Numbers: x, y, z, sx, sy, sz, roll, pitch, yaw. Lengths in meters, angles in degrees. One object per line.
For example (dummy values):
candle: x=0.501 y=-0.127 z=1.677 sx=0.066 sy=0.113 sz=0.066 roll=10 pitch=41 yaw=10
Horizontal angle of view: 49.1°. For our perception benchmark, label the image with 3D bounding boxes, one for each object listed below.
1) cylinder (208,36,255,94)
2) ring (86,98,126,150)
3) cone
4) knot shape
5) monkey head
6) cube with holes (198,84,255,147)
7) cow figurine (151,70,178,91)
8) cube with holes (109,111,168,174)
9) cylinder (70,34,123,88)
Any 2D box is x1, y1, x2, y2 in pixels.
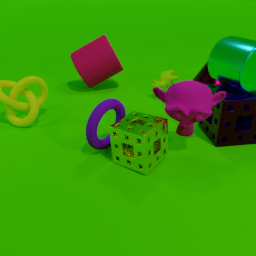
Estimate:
cylinder: x=2.501 y=-1.401 z=6.141 sx=1.060 sy=1.060 sz=1.060 roll=-11 pitch=29 yaw=-21
ring: x=-0.439 y=-0.072 z=5.815 sx=0.225 sy=1.127 sz=1.127 roll=24 pitch=35 yaw=31
cone: x=2.705 y=-1.796 z=8.602 sx=1.594 sy=1.600 sz=1.594 roll=4 pitch=30 yaw=-3
knot shape: x=-2.607 y=-0.792 z=7.102 sx=1.255 sy=1.341 sz=0.620 roll=-36 pitch=5 yaw=-26
monkey head: x=1.200 y=-0.415 z=5.653 sx=1.474 sy=1.060 sz=0.888 roll=5 pitch=50 yaw=8
cube with holes: x=2.385 y=-0.338 z=6.452 sx=1.086 sy=1.086 sz=1.086 roll=-4 pitch=27 yaw=-8
cow figurine: x=1.122 y=-1.475 z=8.920 sx=0.902 sy=0.503 sz=0.917 roll=-7 pitch=41 yaw=-3
cube with holes: x=0.231 y=0.253 z=5.476 sx=0.807 sy=0.807 sz=0.807 roll=15 pitch=33 yaw=34
cylinder: x=-1.027 y=-2.221 z=9.395 sx=1.323 sy=1.323 sz=1.323 roll=-28 pitch=27 yaw=6
